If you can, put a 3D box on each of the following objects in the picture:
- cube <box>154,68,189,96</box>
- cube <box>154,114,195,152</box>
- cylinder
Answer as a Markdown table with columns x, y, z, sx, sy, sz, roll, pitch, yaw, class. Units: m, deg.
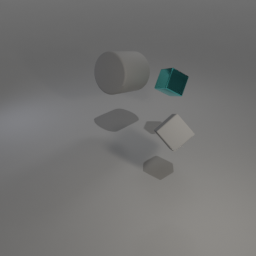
| x | y | z | sx | sy | sz | roll | pitch | yaw | class |
| --- | --- | --- | --- | --- | --- | --- | --- | --- | --- |
| 1.414 | -1.483 | 9.144 | 0.700 | 0.700 | 0.700 | 22 | -3 | -27 | cube |
| 1.189 | 0.109 | 7.335 | 0.700 | 0.700 | 0.700 | -41 | 2 | 2 | cube |
| -0.191 | -1.920 | 9.647 | 1.400 | 1.400 | 1.400 | 21 | 25 | 33 | cylinder |
